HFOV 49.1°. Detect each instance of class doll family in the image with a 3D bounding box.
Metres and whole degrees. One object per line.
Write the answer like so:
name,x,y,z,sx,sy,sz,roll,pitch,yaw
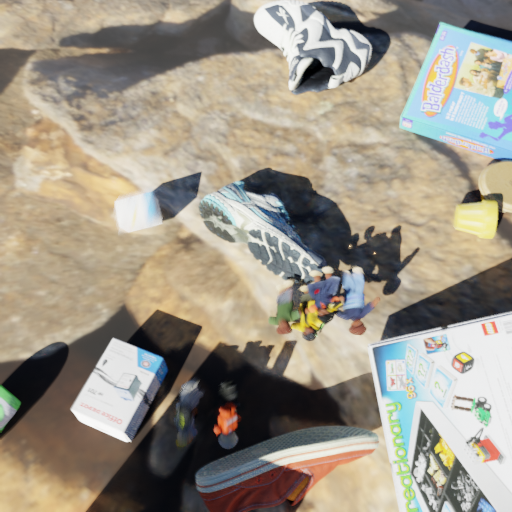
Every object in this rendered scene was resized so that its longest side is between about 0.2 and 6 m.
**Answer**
doll family,1.134,0.907,9.612,0.778,1.984,1.147,30,49,-35

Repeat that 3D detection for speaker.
speaker,-4.549,2.773,8.737,0.751,0.751,1.699,31,62,18

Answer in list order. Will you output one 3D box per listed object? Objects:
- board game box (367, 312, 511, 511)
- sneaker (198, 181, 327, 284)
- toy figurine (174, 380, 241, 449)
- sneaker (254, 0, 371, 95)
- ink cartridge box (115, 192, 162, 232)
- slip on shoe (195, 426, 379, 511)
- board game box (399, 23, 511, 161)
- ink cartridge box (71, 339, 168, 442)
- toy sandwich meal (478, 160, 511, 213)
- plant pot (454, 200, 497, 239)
board game box,3.214,2.906,8.189,2.460,0.674,3.897,-16,56,17
sneaker,0.286,-0.607,10.716,2.827,1.097,1.220,35,61,20
toy figurine,-0.750,2.481,8.726,1.023,0.723,1.039,-1,20,-2
sneaker,0.965,-4.877,13.324,3.110,1.241,2.024,34,54,8
ink cartridge box,-2.303,-0.848,10.977,0.739,0.544,0.535,-14,79,3
slip on shoe,0.536,3.222,8.412,2.835,1.050,0.868,-15,88,-13
board game box,5.051,-3.474,12.195,3.130,0.704,2.380,23,87,14
ink cartridge box,-2.212,2.190,9.200,0.987,0.579,1.348,19,58,12
toy sandwich meal,5.237,-1.395,11.592,1.446,0.495,1.446,-1,60,2
plant pot,4.297,-0.733,11.001,0.714,0.759,0.759,5,57,14
